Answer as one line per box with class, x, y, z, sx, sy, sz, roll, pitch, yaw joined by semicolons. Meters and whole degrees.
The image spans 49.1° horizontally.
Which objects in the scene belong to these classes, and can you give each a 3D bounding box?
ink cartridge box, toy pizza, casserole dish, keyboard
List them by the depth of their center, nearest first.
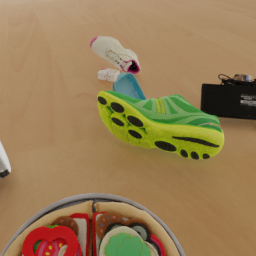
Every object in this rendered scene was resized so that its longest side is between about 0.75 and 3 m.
toy pizza;-0.411;1.965;3.144;2.441;0.387;2.441;1;70;-2
keyboard;3.227;-0.757;7.588;2.476;0.491;1.289;6;71;8
casserole dish;0.053;-0.813;7.617;0.278;1.432;0.867;-9;25;48
ink cartridge box;-0.603;-1.873;9.888;0.812;0.274;0.473;13;37;18

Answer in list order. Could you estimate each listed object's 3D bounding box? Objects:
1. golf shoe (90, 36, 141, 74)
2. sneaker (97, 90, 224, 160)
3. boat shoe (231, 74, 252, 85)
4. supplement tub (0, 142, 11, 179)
golf shoe;-0.348;-2.522;9.802;2.088;0.786;0.956;15;35;-38
sneaker;0.688;-0.184;6.385;2.943;1.090;1.230;19;42;8
boat shoe;3.490;-1.308;8.774;0.594;0.593;1.641;22;28;13
supplement tub;-3.323;0.741;5.253;1.874;1.148;1.148;-23;40;-19
